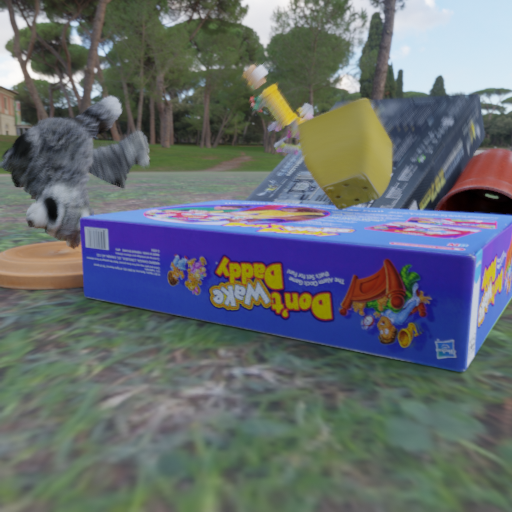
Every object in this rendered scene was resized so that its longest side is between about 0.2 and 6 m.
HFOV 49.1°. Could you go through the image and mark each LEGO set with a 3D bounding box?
[{"bbox_3d":[0.473,-2.456,10.111,2.155,0.991,0.802,23,-32,-30],"label":"LEGO set"}]

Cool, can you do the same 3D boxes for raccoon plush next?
[{"bbox_3d":[-2.615,-1.339,8.705,2.529,1.695,1.224,-43,5,-22],"label":"raccoon plush"},{"bbox_3d":[-3.362,-2.420,12.533,1.972,1.321,0.954,25,5,-21],"label":"raccoon plush"}]

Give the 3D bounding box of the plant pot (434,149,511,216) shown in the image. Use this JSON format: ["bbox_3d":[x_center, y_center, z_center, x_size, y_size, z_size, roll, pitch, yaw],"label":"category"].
[{"bbox_3d":[4.017,-0.969,9.639,1.570,1.570,1.527,6,43,30],"label":"plant pot"}]

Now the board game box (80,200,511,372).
[{"bbox_3d":[0.614,0.013,7.244,4.764,1.067,3.203,7,13,32],"label":"board game box"}]

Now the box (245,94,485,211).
[{"bbox_3d":[2.054,-1.598,10.760,3.250,1.051,4.121,9,46,39],"label":"box"}]

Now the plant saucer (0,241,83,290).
[{"bbox_3d":[-2.997,0.080,8.826,2.373,0.383,2.373,1,11,0],"label":"plant saucer"}]

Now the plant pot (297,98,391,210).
[{"bbox_3d":[1.240,-1.252,7.578,1.030,1.060,1.037,-17,-34,25],"label":"plant pot"}]
